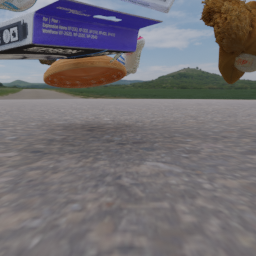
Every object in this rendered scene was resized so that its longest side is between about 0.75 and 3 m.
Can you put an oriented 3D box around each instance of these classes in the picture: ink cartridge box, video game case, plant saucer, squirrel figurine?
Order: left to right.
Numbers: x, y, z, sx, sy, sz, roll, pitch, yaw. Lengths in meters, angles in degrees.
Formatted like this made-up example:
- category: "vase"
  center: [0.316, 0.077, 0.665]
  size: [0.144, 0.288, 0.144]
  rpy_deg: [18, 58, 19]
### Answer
- category: "ink cartridge box"
  center: [-1.096, -1.709, 5.400]
  size: [2.688, 0.583, 2.663]
  rpy_deg: [2, 12, 37]
- category: "plant saucer"
  center: [-1.293, -1.706, 8.504]
  size: [2.500, 0.468, 2.500]
  rpy_deg: [-7, -3, 0]
- category: "video game case"
  center: [0.435, -3.491, 6.447]
  size: [1.681, 1.848, 0.211]
  rpy_deg: [20, -26, 10]
- category: "squirrel figurine"
  center: [2.832, -2.516, 6.888]
  size: [2.192, 2.046, 1.551]
  rpy_deg: [32, -31, -32]

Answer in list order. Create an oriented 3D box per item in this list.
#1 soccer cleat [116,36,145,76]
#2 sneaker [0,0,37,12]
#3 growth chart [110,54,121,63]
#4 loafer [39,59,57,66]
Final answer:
- category: "soccer cleat"
  center: [0.186, -2.399, 9.605]
  size: [0.734, 0.908, 2.102]
  rpy_deg: [-31, 4, -19]
- category: "sneaker"
  center: [-3.566, -3.983, 8.280]
  size: [1.928, 0.738, 0.779]
  rpy_deg: [6, -19, 13]
- category: "growth chart"
  center: [-0.061, -2.047, 6.710]
  size: [0.090, 1.010, 0.731]
  rpy_deg: [36, 34, -2]
- category: "loafer"
  center: [-3.019, -2.988, 9.732]
  size: [0.828, 0.933, 2.454]
  rpy_deg: [-15, 50, 0]
